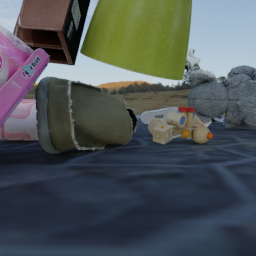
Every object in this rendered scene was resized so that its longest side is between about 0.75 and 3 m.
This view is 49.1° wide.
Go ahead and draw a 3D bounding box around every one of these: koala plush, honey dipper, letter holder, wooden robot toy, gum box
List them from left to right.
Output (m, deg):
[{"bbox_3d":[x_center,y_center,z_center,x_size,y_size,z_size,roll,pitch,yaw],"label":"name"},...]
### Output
[{"bbox_3d":[-1.251,-0.252,2.324,0.576,0.988,1.740,38,-11,-19],"label":"gum box"},{"bbox_3d":[-1.630,-2.419,5.507,1.441,2.028,1.020,7,-22,4],"label":"letter holder"},{"bbox_3d":[0.884,-0.010,6.336,0.353,0.353,1.861,1,-1,21],"label":"honey dipper"},{"bbox_3d":[0.957,-0.001,4.141,0.576,0.559,1.269,17,14,41],"label":"wooden robot toy"},{"bbox_3d":[2.667,-0.812,7.771,2.165,1.920,1.990,4,13,-1],"label":"koala plush"}]

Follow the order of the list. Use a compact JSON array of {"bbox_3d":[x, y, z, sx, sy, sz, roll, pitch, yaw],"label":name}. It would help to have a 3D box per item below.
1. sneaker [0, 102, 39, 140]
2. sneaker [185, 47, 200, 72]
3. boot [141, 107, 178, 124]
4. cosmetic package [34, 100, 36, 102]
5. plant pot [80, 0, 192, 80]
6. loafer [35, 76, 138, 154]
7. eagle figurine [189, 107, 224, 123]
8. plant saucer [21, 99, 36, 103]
[{"bbox_3d":[-1.736,-0.129,4.919,0.930,0.670,1.780,-1,7,-16],"label":"sneaker"},{"bbox_3d":[2.392,-3.238,12.062,0.823,1.861,0.689,-29,-27,-7],"label":"sneaker"},{"bbox_3d":[1.766,-0.600,13.236,2.237,0.823,1.069,0,9,14],"label":"boot"},{"bbox_3d":[-2.057,-0.342,7.659,1.034,0.873,1.936,-5,7,-22],"label":"cosmetic package"},{"bbox_3d":[0.410,-2.569,5.933,2.366,2.528,2.366,14,18,-5],"label":"plant pot"},{"bbox_3d":[-0.363,-0.174,3.479,0.800,0.864,2.297,-4,1,12],"label":"loafer"},{"bbox_3d":[3.886,-0.921,14.731,2.195,2.183,2.893,38,-41,-8],"label":"eagle figurine"},{"bbox_3d":[-3.119,-0.718,10.774,2.966,0.752,2.966,2,6,0],"label":"plant saucer"}]
